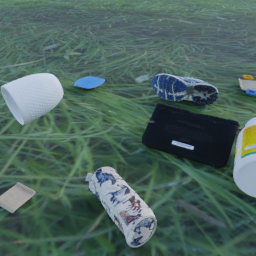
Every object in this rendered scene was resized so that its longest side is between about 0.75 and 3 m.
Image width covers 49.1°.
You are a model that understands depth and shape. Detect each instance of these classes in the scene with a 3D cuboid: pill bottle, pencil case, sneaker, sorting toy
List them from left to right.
[{"bbox_3d":[-2.978,1.847,7.423,0.718,0.141,0.776,18,41,26],"label":"sorting toy"},{"bbox_3d":[-0.191,1.824,6.743,0.962,0.836,2.150,1,27,-37],"label":"pencil case"},{"bbox_3d":[2.492,-1.746,12.408,2.937,1.132,1.251,18,26,13],"label":"sneaker"},{"bbox_3d":[5.885,-1.921,13.197,1.293,0.313,2.297,11,34,9],"label":"sorting toy"},{"bbox_3d":[3.837,0.695,8.037,1.398,1.398,2.479,12,34,18],"label":"pill bottle"}]

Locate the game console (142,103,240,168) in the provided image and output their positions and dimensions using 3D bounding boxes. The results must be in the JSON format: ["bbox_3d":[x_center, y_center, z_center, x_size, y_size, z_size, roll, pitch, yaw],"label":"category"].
[{"bbox_3d":[2.287,0.188,9.891,2.841,1.654,2.499,15,66,23],"label":"game console"}]

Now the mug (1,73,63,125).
[{"bbox_3d":[-2.835,-1.042,8.284,1.444,1.216,1.647,-32,46,-28],"label":"mug"}]

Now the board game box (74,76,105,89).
[{"bbox_3d":[-1.840,-2.081,13.480,1.474,0.287,1.165,16,40,33],"label":"board game box"}]
